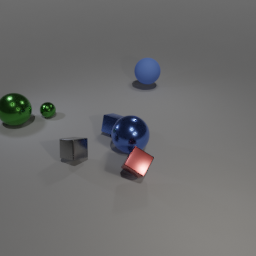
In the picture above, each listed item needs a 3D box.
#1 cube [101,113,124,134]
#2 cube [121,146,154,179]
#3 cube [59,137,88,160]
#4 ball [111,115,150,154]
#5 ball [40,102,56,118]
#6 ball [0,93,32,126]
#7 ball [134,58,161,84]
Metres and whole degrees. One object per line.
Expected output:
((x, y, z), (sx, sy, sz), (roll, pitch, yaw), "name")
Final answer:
((-0.567, -0.154, 11.322), (0.700, 0.700, 0.700), (18, 17, 26), "cube")
((0.291, 1.094, 8.833), (0.700, 0.700, 0.700), (31, 72, -1), "cube")
((-1.888, 0.702, 9.757), (0.700, 0.700, 0.700), (3, 5, 36), "cube")
((0.089, 0.238, 10.202), (1.400, 1.400, 1.400), (0, 31, 0), "ball")
((-3.595, -0.815, 12.562), (0.700, 0.700, 0.700), (0, 31, 0), "ball")
((-4.793, -0.781, 11.832), (1.400, 1.400, 1.400), (0, 31, 0), "ball")
((1.042, -3.052, 15.038), (1.400, 1.400, 1.400), (0, 31, 0), "ball")
